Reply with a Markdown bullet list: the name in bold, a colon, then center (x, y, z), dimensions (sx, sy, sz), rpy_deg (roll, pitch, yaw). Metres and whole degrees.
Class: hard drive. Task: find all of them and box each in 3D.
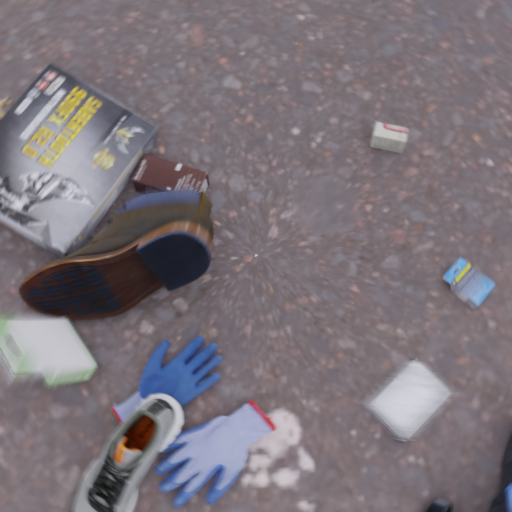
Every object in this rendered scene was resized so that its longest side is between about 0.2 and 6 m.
- **hard drive**: center (2.669, 2.502, 9.730), dimensions (1.210, 0.229, 0.845), rpy_deg (-39, 71, -18)

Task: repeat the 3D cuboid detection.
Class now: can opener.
- **can opener**: center (2.787, 4.864, 8.657), dimensions (0.638, 0.791, 2.012), rpy_deg (37, 71, -27)

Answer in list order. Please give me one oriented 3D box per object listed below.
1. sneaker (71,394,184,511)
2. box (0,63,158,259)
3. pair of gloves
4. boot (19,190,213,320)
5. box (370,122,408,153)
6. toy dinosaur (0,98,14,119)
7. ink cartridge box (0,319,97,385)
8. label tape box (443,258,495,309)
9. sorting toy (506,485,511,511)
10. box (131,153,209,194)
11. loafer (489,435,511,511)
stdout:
- **sneaker**: center (-2.187, 3.355, 8.858), dimensions (0.961, 1.031, 2.601), rpy_deg (30, 86, 13)
- **box**: center (-3.867, -1.860, 11.017), dimensions (2.543, 0.776, 3.211), rpy_deg (31, 70, -1)
- **pair of gloves**: center (-1.136, 2.740, 9.616), dimensions (2.183, 0.309, 2.716), rpy_deg (-37, 69, -13)
- **boot**: center (-2.438, -0.033, 10.353), dimensions (3.820, 1.427, 1.851), rpy_deg (-15, 33, 16)
- **box**: center (2.784, -2.478, 11.737), dimensions (0.675, 0.431, 0.368), rpy_deg (13, 68, 5)
- **toy dinosaur**: center (-5.198, -2.560, 11.614), dimensions (2.405, 0.700, 1.216), rpy_deg (-6, 66, -4)
- **ink cartridge box**: center (-3.617, 1.582, 9.340), dimensions (1.197, 1.645, 0.394), rpy_deg (48, 110, 27)
- **label tape box**: center (3.987, 0.520, 10.578), dimensions (0.796, 0.263, 0.570), rpy_deg (41, 72, 17)
- **sorting toy**: center (4.152, 4.635, 8.262), dimensions (1.471, 0.356, 2.613), rpy_deg (4, 91, -16)
- **box**: center (-1.719, -1.492, 11.289), dimensions (1.389, 0.521, 0.696), rpy_deg (17, 69, 9)
- **loafer**: center (4.541, 3.640, 9.017), dimensions (0.873, 0.997, 2.773), rpy_deg (30, 76, -8)
